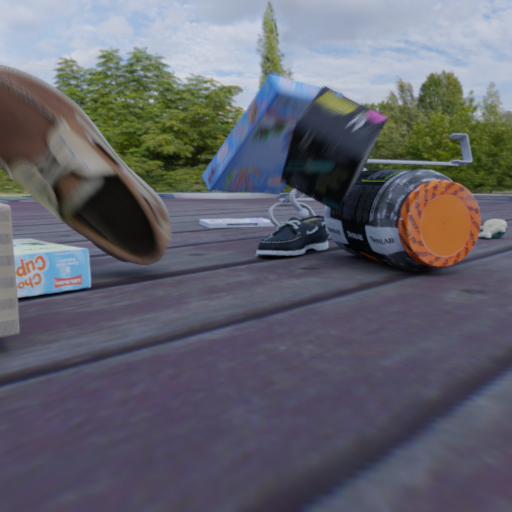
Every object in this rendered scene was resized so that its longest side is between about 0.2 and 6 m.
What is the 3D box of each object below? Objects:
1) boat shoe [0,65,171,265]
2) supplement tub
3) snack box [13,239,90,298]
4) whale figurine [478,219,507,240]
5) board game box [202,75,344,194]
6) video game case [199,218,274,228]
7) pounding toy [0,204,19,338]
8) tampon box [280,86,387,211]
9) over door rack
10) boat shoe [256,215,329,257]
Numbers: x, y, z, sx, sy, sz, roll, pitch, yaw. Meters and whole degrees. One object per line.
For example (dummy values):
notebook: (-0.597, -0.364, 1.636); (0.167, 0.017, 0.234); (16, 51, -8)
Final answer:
boat shoe: (-2.155, -1.001, 6.583); (3.128, 1.184, 1.123); (39, 7, -29)
supplement tub: (2.030, -0.548, 8.077); (1.397, 1.397, 2.280); (-2, 9, -16)
snack box: (-3.360, 0.193, 5.875); (2.720, 0.505, 1.580); (-7, 11, -43)
whale figurine: (4.934, -0.486, 11.715); (0.719, 0.373, 0.572); (-35, 29, -33)
board game box: (0.400, -2.408, 11.825); (2.095, 0.507, 2.770); (-2, -36, -42)
video game case: (-0.536, -0.878, 14.918); (1.744, 0.157, 1.249); (-2, 8, -17)
pounding toy: (-3.182, 0.128, 4.249); (2.074, 1.080, 2.360); (-7, 10, -35)
tampon box: (0.980, -1.380, 7.344); (0.925, 0.779, 1.235); (30, -27, 8)
over door rack: (2.173, -1.174, 10.631); (3.307, 1.101, 2.443); (-15, -6, -23)
boat shoe: (0.624, -0.355, 9.471); (0.761, 0.607, 2.014); (4, 9, 27)
